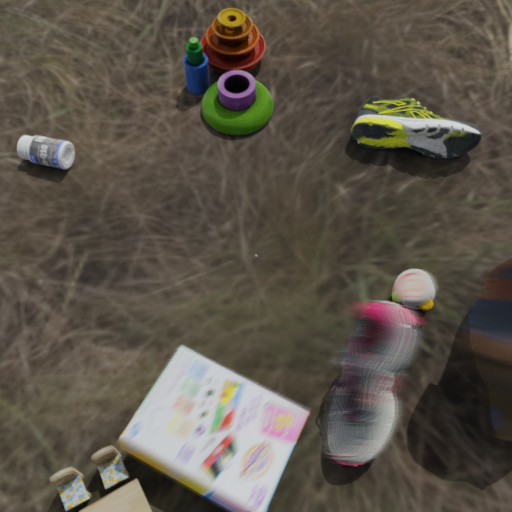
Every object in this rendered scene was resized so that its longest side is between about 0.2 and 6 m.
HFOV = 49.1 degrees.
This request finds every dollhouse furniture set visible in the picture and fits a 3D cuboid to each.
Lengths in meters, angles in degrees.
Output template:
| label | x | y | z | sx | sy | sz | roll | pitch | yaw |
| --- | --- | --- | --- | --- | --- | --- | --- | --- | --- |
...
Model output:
| label | x | y | z | sx | sy | sz | roll | pitch | yaw |
| --- | --- | --- | --- | --- | --- | --- | --- | --- | --- |
| dollhouse furniture set | -2.288 | 3.559 | 7.106 | 1.882 | 1.250 | 1.650 | -26 | 64 | -17 |

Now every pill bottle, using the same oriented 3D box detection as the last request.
| label | x | y | z | sx | sy | sz | roll | pitch | yaw |
| --- | --- | --- | --- | --- | --- | --- | --- | --- | --- |
| pill bottle | -3.955 | -1.963 | 10.528 | 0.925 | 0.526 | 0.526 | 12 | 62 | 9 |

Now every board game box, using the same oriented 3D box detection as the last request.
| label | x | y | z | sx | sy | sz | roll | pitch | yaw |
| --- | --- | --- | --- | --- | --- | --- | --- | --- | --- |
| board game box | -0.557 | 2.460 | 7.918 | 2.160 | 0.436 | 1.653 | 27 | 52 | 9 |

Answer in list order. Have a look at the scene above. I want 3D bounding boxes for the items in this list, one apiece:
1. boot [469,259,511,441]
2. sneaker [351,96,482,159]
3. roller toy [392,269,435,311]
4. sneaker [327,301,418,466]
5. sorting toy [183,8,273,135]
| label | x | y | z | sx | sy | sz | roll | pitch | yaw |
| --- | --- | --- | --- | --- | --- | --- | --- | --- | --- |
| boot | 4.106 | 1.155 | 8.375 | 1.334 | 1.730 | 3.570 | 6 | 23 | 42 |
| sneaker | 3.066 | -2.570 | 10.647 | 2.401 | 0.894 | 1.016 | 10 | 62 | 5 |
| roller toy | 2.589 | 0.553 | 9.100 | 0.643 | 0.450 | 0.587 | 12 | 71 | 31 |
| sneaker | 1.499 | 1.770 | 7.979 | 0.960 | 0.889 | 2.381 | 13 | 83 | 36 |
| sorting toy | -0.583 | -3.856 | 11.171 | 1.721 | 1.175 | 2.863 | -5 | 62 | -3 |
